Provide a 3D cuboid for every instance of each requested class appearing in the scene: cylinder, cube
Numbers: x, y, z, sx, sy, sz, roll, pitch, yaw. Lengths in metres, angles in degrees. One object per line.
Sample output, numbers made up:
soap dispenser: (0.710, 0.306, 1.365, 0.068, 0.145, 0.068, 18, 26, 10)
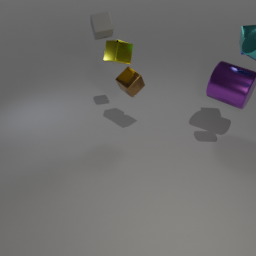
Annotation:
cylinder: (3.812, -1.573, 10.262, 1.400, 1.400, 1.400, 27, 40, 25)
cube: (-0.335, -2.644, 9.795, 0.700, 0.700, 0.700, 1, 11, -40)
cube: (4.246, -3.023, 9.587, 0.700, 0.700, 0.700, 0, 55, 13)
cube: (-0.981, -3.812, 10.476, 0.700, 0.700, 0.700, -14, -3, -8)
cube: (0.091, -1.672, 10.254, 0.700, 0.700, 0.700, -47, 63, -7)
cylinder: (3.536, -2.147, 7.438, 0.700, 0.700, 0.700, 19, 25, -23)
